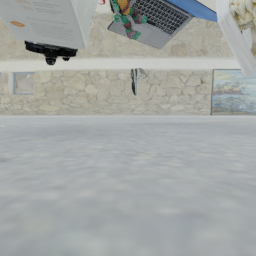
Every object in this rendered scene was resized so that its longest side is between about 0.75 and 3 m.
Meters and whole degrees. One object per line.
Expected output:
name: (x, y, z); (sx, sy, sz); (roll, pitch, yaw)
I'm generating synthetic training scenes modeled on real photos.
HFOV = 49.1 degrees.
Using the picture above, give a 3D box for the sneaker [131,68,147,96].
sneaker: (0.482, -1.869, 11.256); (0.639, 1.111, 0.419); (-10, 22, -15)

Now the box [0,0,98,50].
box: (-1.784, -3.025, 5.587); (1.814, 1.422, 2.917); (10, -13, 3)

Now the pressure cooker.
pressure cooker: (-2.270, -2.850, 8.472); (1.685, 1.886, 1.659); (19, 22, 24)

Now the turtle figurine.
turtle figurine: (-0.059, -3.388, 7.789); (0.899, 1.337, 1.785); (35, -5, 32)

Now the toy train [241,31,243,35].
toy train: (3.777, -2.677, 8.052); (0.950, 2.193, 1.253); (-12, 36, 44)

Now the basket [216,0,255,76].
basket: (2.794, -2.468, 5.749); (1.416, 2.295, 1.556); (-18, -53, 35)

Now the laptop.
laptop: (1.409, -3.385, 9.407); (2.805, 1.736, 2.995); (5, -32, -42)
